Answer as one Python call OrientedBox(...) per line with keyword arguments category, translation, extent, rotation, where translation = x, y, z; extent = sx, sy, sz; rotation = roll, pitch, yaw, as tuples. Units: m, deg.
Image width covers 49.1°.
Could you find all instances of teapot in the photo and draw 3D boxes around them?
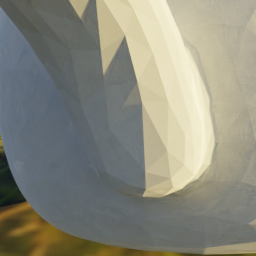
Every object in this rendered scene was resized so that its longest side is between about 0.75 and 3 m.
OrientedBox(category="teapot", translation=(0.451, -0.677, 1.592), extent=(2.609, 1.931, 2.643), rotation=(-11, -2, -17))
